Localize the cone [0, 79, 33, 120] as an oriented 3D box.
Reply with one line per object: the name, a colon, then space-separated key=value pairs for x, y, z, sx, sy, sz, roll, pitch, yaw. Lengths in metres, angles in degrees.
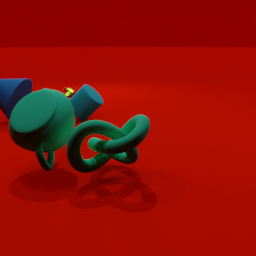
cone: x=-4.010 y=-1.202 z=8.761 sx=1.423 sy=1.417 sz=1.417 roll=26 pitch=20 yaw=0

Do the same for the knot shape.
knot shape: x=-0.300 y=0.332 z=5.235 sx=1.560 sy=0.721 sz=1.460 roll=-19 pitch=-20 yaw=-3

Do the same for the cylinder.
cylinder: x=-1.361 y=-0.803 z=8.905 sx=0.840 sy=0.840 sz=0.840 roll=-41 pitch=8 yaw=18

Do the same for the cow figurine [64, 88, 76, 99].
cow figurine: x=-2.067 y=-1.155 z=10.826 sx=1.041 sy=0.581 sz=1.058 roll=22 pitch=35 yaw=8

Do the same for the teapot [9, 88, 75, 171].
teapot: x=-1.586 y=-0.124 z=5.466 sx=1.277 sy=1.005 sz=2.053 roll=-17 pitch=54 yaw=10
